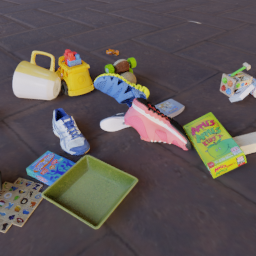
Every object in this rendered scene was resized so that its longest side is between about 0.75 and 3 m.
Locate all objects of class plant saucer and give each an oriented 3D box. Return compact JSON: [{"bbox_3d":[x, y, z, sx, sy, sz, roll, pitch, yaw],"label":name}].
[{"bbox_3d":[-1.095,1.925,8.433,2.104,0.504,2.101,22,42,26],"label":"plant saucer"}]

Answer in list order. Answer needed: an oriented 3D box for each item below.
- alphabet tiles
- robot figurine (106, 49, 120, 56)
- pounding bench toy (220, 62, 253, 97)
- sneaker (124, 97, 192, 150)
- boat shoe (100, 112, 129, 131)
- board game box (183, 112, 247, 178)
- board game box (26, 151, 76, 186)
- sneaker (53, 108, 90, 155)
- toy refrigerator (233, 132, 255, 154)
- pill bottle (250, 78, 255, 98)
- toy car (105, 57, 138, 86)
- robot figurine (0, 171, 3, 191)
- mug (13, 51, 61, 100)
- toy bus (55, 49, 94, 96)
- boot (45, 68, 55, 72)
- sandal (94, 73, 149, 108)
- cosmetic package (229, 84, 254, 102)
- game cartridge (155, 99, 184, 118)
[{"bbox_3d":[-3.452,2.237,8.392,1.516,0.058,1.822,12,38,15],"label":"alphabet tiles"},{"bbox_3d":[-0.938,-4.766,17.635,0.807,0.235,0.585,17,42,22],"label":"robot figurine"},{"bbox_3d":[5.106,-2.321,13.286,1.134,1.454,0.903,-12,34,-17],"label":"pounding bench toy"},{"bbox_3d":[1.063,0.071,10.175,2.778,1.205,1.024,36,20,-13],"label":"sneaker"},{"bbox_3d":[-0.349,-0.334,11.396,1.690,0.606,0.573,-14,33,-15],"label":"boat shoe"},{"bbox_3d":[2.973,0.526,9.892,1.199,0.562,2.361,-28,38,6],"label":"board game box"},{"bbox_3d":[-2.485,1.382,9.321,1.387,0.312,1.055,19,41,23],"label":"board game box"},{"bbox_3d":[-2.247,0.101,10.455,0.876,1.026,2.328,-24,44,-31],"label":"sneaker"},{"bbox_3d":[4.298,0.608,10.195,1.473,0.515,0.559,-13,38,-10],"label":"toy refrigerator"},{"bbox_3d":[6.085,-2.015,13.593,0.654,0.654,1.202,-6,36,-8],"label":"pill bottle"},{"bbox_3d":[-0.105,-2.298,13.823,1.539,1.478,1.874,-22,71,-22],"label":"toy car"},{"bbox_3d":[-4.751,1.676,8.216,1.904,1.431,1.188,-4,52,-3],"label":"robot figurine"},{"bbox_3d":[-4.075,-2.235,12.851,1.741,2.121,1.698,14,36,4],"label":"mug"},{"bbox_3d":[-2.752,-2.859,13.566,1.469,2.078,2.164,-23,41,-26],"label":"toy bus"},{"bbox_3d":[-4.652,-3.017,15.208,1.257,0.404,1.171,6,39,0],"label":"boot"},{"bbox_3d":[-0.260,-1.514,11.951,2.496,0.992,1.087,17,57,-13],"label":"sandal"},{"bbox_3d":[5.032,-1.537,12.416,0.917,0.237,0.692,-40,11,-18],"label":"cosmetic package"},{"bbox_3d":[1.759,-0.818,12.332,1.422,0.295,0.947,-25,39,-30],"label":"game cartridge"}]
